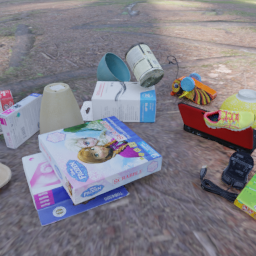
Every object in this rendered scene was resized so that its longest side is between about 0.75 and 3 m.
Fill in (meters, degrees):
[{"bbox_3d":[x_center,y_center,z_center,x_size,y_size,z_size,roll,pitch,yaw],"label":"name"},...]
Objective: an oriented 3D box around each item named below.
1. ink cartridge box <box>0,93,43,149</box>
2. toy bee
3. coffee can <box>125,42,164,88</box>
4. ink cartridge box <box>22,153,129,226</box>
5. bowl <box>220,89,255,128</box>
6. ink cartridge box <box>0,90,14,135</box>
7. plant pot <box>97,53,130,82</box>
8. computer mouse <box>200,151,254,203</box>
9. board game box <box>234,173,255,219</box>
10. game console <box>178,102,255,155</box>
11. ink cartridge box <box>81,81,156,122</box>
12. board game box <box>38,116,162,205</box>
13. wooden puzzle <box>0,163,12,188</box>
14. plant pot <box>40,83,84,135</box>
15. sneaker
[{"bbox_3d":[-3.294,-0.342,9.216,0.417,1.187,1.988,13,34,20],"label":"ink cartridge box"},{"bbox_3d":[2.447,-1.719,11.663,1.597,1.326,2.439,-9,56,-32],"label":"toy bee"},{"bbox_3d":[0.567,-2.219,9.902,0.952,0.952,1.300,-15,62,-22],"label":"coffee can"},{"bbox_3d":[-1.440,1.227,7.381,2.246,0.495,2.287,-15,33,-23],"label":"ink cartridge box"},{"bbox_3d":[4.320,-0.838,10.247,1.788,0.962,1.788,0,33,0],"label":"bowl"},{"bbox_3d":[-4.642,-0.416,9.229,1.770,1.299,0.734,-14,35,-23],"label":"ink cartridge box"},{"bbox_3d":[-0.794,-2.426,12.542,1.040,1.545,1.545,-33,14,34],"label":"plant pot"},{"bbox_3d":[2.592,1.221,7.468,1.228,0.402,1.748,21,48,19],"label":"computer mouse"},{"bbox_3d":[3.533,1.531,6.917,1.008,0.316,2.111,35,47,27],"label":"board game box"},{"bbox_3d":[3.003,-0.247,8.885,2.337,1.387,2.014,25,40,33],"label":"game console"},{"bbox_3d":[-0.409,-1.017,10.536,2.841,0.947,1.645,1,32,1],"label":"ink cartridge box"},{"bbox_3d":[-0.794,0.645,7.420,2.425,0.500,2.431,-17,37,-30],"label":"board game box"},{"bbox_3d":[-4.672,1.597,6.848,2.512,0.506,2.715,17,40,24],"label":"wooden puzzle"},{"bbox_3d":[-2.235,-0.584,9.190,1.535,1.639,1.535,0,31,0],"label":"plant pot"},{"bbox_3d":[2.132,-0.197,6.003,1.087,0.491,0.425,-5,68,34],"label":"sneaker"}]
